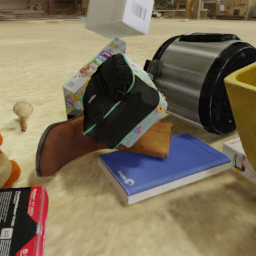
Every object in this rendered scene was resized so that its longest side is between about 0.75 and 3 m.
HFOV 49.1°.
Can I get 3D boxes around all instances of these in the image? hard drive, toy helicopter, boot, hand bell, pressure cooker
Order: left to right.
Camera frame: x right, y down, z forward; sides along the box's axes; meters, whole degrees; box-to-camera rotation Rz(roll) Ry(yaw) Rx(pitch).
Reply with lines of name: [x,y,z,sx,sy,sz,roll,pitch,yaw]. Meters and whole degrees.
toy helicopter: [-3.521,1.081,5.103,2.767,1.091,1.830,-9,34,6]
hand bell: [-3.087,-0.259,8.259,0.597,0.597,1.147,-8,38,-15]
boot: [-0.412,0.455,6.315,2.662,0.912,2.507,10,24,14]
hard drive: [0.753,0.754,6.188,2.451,0.311,1.617,-13,26,-23]
pressure cooker: [1.955,-1.379,8.105,2.596,2.556,2.906,-45,41,-14]

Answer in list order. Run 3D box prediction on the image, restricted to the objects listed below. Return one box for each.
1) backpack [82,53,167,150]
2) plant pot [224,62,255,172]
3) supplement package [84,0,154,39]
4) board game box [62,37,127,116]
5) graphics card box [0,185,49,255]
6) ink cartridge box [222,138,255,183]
backpack: [-0.168,-0.611,5.825,1.389,1.592,1.811,26,25,-36]
plant pot: [3.446,0.248,4.254,2.580,2.656,2.597,-25,29,-11]
supplement package: [-0.282,-3.180,7.861,0.988,0.992,1.691,9,3,-45]
board game box: [-0.911,-1.342,8.060,0.397,1.558,2.318,33,62,12]
graphics card box: [-2.275,1.561,3.752,2.253,0.573,1.413,-2,48,-6]
ink cartridge box: [2.797,0.682,6.130,0.875,0.507,1.209,-14,29,-26]
